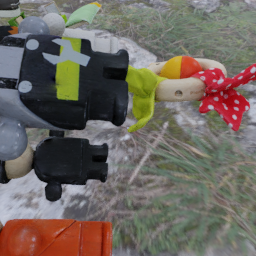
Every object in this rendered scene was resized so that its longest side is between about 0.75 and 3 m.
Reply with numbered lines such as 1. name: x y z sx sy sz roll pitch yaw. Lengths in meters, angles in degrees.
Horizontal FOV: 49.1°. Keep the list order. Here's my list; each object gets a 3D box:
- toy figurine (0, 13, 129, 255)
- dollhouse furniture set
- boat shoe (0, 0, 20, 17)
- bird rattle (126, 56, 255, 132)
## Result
1. toy figurine: -0.929 0.062 2.794 1.598 2.261 2.297 4 24 -6
2. dollhouse furniture set: -1.607 -2.475 6.184 1.963 0.758 0.981 -13 35 27
3. boat shoe: -2.787 -2.253 4.690 1.856 0.559 0.662 -11 44 -32
4. bird rattle: 0.924 -0.820 4.602 2.290 1.290 1.867 -10 29 19
